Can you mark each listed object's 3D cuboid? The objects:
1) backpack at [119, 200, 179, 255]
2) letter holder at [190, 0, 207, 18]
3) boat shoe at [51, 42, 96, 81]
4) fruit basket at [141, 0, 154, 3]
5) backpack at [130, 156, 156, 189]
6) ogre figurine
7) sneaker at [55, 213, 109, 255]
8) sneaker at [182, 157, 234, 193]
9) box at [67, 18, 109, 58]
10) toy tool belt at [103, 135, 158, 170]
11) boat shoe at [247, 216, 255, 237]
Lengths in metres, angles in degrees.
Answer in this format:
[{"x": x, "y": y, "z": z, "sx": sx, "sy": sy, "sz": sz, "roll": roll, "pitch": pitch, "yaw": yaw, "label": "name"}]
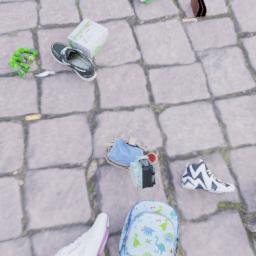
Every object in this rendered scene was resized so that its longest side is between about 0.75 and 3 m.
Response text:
[{"x": 0.790, "y": 3.555, "z": 9.503, "sx": 1.949, "sy": 1.565, "sz": 2.130, "roll": 13, "pitch": 62, "yaw": 2, "label": "backpack"}, {"x": 3.659, "y": -6.359, "z": 14.372, "sx": 0.565, "sy": 0.799, "sz": 1.124, "roll": -7, "pitch": 66, "yaw": -3, "label": "letter holder"}, {"x": -2.564, "y": -3.291, "z": 12.964, "sx": 2.781, "sy": 0.839, "sz": 1.051, "roll": 34, "pitch": 71, "yaw": 14, "label": "boat shoe"}, {"x": 0.956, "y": -7.274, "z": 14.991, "sx": 1.248, "sy": 0.631, "sz": 1.347, "roll": -26, "pitch": 53, "yaw": -11, "label": "fruit basket"}, {"x": 0.496, "y": 1.497, "z": 9.779, "sx": 0.843, "sy": 0.967, "sz": 1.100, "roll": -6, "pitch": 23, "yaw": 0, "label": "backpack"}, {"x": -4.940, "y": -3.176, "z": 13.015, "sx": 0.934, "sy": 0.764, "sz": 1.558, "roll": 23, "pitch": 82, "yaw": -9, "label": "ogre figurine"}, {"x": -1.625, "y": 4.140, "z": 9.500, "sx": 1.431, "sy": 1.075, "sz": 2.873, "roll": 23, "pitch": 68, "yaw": 10, "label": "sneaker"}, {"x": 3.080, "y": 1.769, "z": 10.719, "sx": 1.938, "sy": 0.774, "sz": 1.261, "roll": 5, "pitch": 74, "yaw": 13, "label": "sneaker"}, {"x": -1.895, "y": -4.352, "z": 13.502, "sx": 1.331, "sy": 0.730, "sz": 1.509, "roll": 29, "pitch": 69, "yaw": 12, "label": "box"}, {"x": 0.118, "y": 0.961, "z": 10.728, "sx": 2.072, "sy": 1.273, "sz": 1.294, "roll": 11, "pitch": 75, "yaw": 10, "label": "toy tool belt"}, {"x": 5.330, "y": 3.314, "z": 10.123, "sx": 2.201, "sy": 0.820, "sz": 0.807, "roll": -27, "pitch": 86, "yaw": -11, "label": "boat shoe"}]
